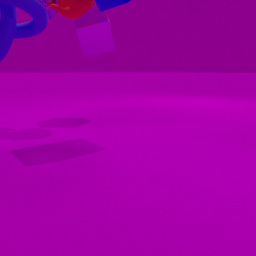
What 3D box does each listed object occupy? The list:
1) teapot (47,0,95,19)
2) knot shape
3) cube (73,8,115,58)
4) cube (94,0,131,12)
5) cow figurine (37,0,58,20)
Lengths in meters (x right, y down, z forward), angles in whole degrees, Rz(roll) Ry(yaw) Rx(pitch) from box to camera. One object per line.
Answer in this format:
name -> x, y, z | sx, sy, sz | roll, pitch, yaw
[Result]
teapot -> -1.457, -3.623, 7.647 | 1.257, 0.990, 2.022 | -9, 46, 47
knot shape -> -2.780, -2.183, 5.688 | 1.993, 1.865, 0.921 | 26, 31, -17
cube -> -1.096, -3.077, 9.039 | 1.042, 1.042, 1.042 | -16, 45, -3
cube -> -0.237, -3.516, 6.371 | 1.118, 1.118, 1.118 | -45, 32, -22
cow figurine -> -2.222, -3.564, 7.805 | 0.742, 1.352, 1.331 | -21, -11, 21
